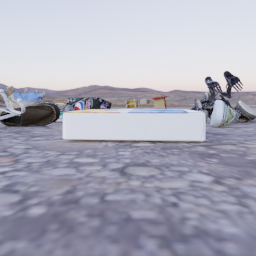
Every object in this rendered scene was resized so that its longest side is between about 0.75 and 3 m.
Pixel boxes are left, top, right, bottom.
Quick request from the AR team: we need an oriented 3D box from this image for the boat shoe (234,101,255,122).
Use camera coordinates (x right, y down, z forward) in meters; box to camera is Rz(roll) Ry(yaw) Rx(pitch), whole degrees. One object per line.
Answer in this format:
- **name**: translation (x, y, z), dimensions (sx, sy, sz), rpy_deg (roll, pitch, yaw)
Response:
- **boat shoe**: translation (4.758, -0.563, 11.655), dimensions (0.926, 0.789, 2.770), rpy_deg (37, 18, 10)

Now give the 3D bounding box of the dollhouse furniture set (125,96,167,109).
- **dollhouse furniture set**: translation (0.919, -0.899, 13.259), dimensions (1.940, 1.044, 0.789), rpy_deg (-5, 4, 19)

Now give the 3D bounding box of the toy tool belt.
- **toy tool belt**: translation (-5.949, -1.726, 17.367), dimensions (2.871, 1.764, 1.793), rpy_deg (-2, 13, -23)

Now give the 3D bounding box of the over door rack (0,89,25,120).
- **over door rack**: translation (-4.650, -0.564, 8.245), dimensions (2.613, 0.870, 1.930), rpy_deg (3, 18, 34)

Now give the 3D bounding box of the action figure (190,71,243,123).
- **action figure**: translation (3.281, -0.848, 10.633), dimensions (1.670, 1.434, 2.810), rpy_deg (-12, -24, -1)

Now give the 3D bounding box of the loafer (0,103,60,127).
- **loafer**: translation (-3.199, -0.339, 9.005), dimensions (2.025, 0.739, 0.722), rpy_deg (-9, 9, 2)

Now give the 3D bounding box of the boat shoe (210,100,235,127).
- **boat shoe**: translation (3.214, -0.485, 9.388), dimensions (0.731, 0.848, 2.356), rpy_deg (13, 11, 15)

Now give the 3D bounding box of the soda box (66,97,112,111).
- **soda box**: translation (-2.022, -0.988, 13.764), dimensions (0.924, 0.827, 2.612), rpy_deg (20, -10, -43)

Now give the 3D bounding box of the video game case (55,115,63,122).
- **video game case**: translation (-2.436, -0.419, 11.886), dimensions (1.974, 0.238, 2.166), rpy_deg (2, 6, 24)

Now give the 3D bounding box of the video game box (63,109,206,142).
- **video game box**: translation (0.214, -0.135, 6.655), dimensions (2.816, 0.659, 2.566), rpy_deg (1, 3, 5)

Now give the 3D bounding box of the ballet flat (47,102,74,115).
- **ballet flat**: translation (-3.667, -0.862, 13.516), dimensions (2.174, 0.782, 0.782), rpy_deg (-1, 5, -2)
